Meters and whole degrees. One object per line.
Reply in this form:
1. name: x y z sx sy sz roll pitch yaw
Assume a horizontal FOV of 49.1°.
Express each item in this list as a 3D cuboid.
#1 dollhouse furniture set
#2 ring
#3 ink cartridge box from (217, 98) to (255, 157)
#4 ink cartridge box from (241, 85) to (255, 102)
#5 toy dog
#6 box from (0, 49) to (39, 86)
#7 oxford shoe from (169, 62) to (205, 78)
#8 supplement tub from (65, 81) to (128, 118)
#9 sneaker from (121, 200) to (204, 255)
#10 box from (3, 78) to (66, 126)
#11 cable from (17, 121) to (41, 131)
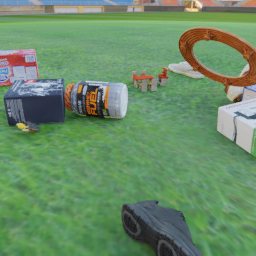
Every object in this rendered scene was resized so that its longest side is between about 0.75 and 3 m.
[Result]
1. dollhouse furniture set: 0.999 -2.277 12.588 1.527 0.795 1.544 -7 26 -14
2. ring: 2.882 -2.102 8.891 2.915 2.915 0.280 24 78 40
3. ink cartridge box: 3.634 -0.032 7.730 1.456 0.825 1.986 -14 28 -15
4. ink cartridge box: 5.459 -0.915 9.597 2.540 0.970 1.733 -9 27 -22
5. toy dog: 4.456 -1.595 10.431 1.671 1.620 1.166 -44 65 -1
6. box: -5.658 -2.798 12.970 2.817 1.404 1.345 -8 27 -16
7. oxford shoe: 3.056 -3.156 14.564 0.919 0.706 2.443 -17 28 -26
8. supplement tub: -1.043 -0.964 9.390 1.938 1.188 1.188 4 26 10
9. sneaker: 0.705 1.692 4.453 0.871 0.729 1.920 -10 29 -34
10. box: -3.056 -0.949 9.558 1.761 1.007 1.934 -3 26 -9
11. cable: -2.737 0.034 8.047 0.627 0.325 1.292 21 -2 -36
